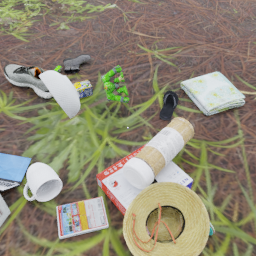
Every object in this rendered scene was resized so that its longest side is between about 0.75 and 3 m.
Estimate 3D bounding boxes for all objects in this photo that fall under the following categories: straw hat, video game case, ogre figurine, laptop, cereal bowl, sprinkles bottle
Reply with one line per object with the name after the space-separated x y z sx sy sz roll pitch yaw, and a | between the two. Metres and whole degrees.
1.020 2.668 7.769 2.286 0.968 2.286 -2 66 5 | straw hat
-1.385 2.674 8.440 1.436 0.125 1.027 -10 46 -10 | video game case
-0.531 -1.674 11.332 0.893 1.490 0.731 -15 24 2 | ogre figurine
-4.238 1.385 9.168 1.433 0.887 1.530 8 1 9 | laptop
-2.240 -1.264 9.752 0.757 1.817 1.817 -37 53 -8 | cereal bowl
1.050 0.730 8.980 0.947 0.947 2.776 31 52 27 | sprinkles bottle

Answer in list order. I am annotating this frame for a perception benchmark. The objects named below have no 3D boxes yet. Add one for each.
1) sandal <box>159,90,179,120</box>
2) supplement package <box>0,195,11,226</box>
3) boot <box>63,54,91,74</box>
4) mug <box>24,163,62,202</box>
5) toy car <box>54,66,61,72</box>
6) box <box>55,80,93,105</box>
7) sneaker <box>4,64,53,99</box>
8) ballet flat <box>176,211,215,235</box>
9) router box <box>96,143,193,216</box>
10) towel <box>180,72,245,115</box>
1.787 -1.043 11.946 0.682 0.384 1.794 9 46 9 | sandal
-4.608 2.334 8.114 1.823 1.069 1.066 14 47 14 | supplement package
-2.507 -3.153 14.052 1.462 0.510 0.962 -17 51 -3 | boot
-2.841 1.755 8.920 1.225 0.905 1.074 -48 52 -1 | mug
-3.554 -2.696 13.684 1.049 0.234 0.987 15 47 14 | toy car
-2.420 -1.580 12.381 1.635 0.526 0.573 -19 49 -18 | box
-4.427 -2.405 12.694 2.952 1.170 1.091 23 50 18 | sneaker
1.981 2.654 8.302 1.309 0.452 0.466 24 26 22 | ballet flat
0.529 1.747 9.041 2.323 0.567 2.085 -30 52 -26 | router box
3.730 -1.586 12.372 1.973 0.555 2.305 -15 47 -16 | towel
